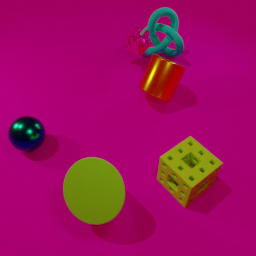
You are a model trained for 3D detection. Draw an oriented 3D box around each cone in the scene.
[{"bbox_3d":[-0.533,1.344,6.663,1.440,1.445,1.440,0,90,18],"label":"cone"}]

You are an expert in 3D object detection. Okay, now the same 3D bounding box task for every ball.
[{"bbox_3d":[-2.881,0.161,8.006,1.025,1.025,1.025,0,50,0],"label":"ball"}]

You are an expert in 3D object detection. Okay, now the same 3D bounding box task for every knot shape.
[{"bbox_3d":[1.383,-3.409,10.680,1.755,1.876,0.867,40,31,-3],"label":"knot shape"}]

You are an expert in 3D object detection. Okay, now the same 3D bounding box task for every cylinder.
[{"bbox_3d":[1.109,-1.645,9.135,1.181,1.181,1.181,22,17,-7],"label":"cylinder"}]

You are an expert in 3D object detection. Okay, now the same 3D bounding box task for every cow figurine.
[{"bbox_3d":[0.304,-2.974,10.105,0.717,1.285,1.306,12,50,-19],"label":"cow figurine"}]

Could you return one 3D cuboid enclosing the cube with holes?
[{"bbox_3d":[1.530,1.117,7.168,1.071,1.071,1.071,-31,56,-23],"label":"cube with holes"}]
